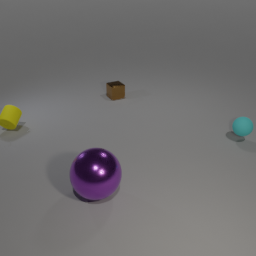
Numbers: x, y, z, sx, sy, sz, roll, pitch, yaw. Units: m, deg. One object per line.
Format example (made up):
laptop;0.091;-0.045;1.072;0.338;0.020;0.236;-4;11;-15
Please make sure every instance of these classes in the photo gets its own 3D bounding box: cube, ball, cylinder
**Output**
cube;-0.604;-1.831;13.689;0.700;0.700;0.700;-15;33;-25
ball;-0.864;1.227;7.551;1.400;1.400;1.400;0;29;0
ball;4.102;-0.054;10.012;0.700;0.700;0.700;0;29;0
cylinder;-4.555;-0.414;10.806;0.700;0.700;0.700;5;56;9
